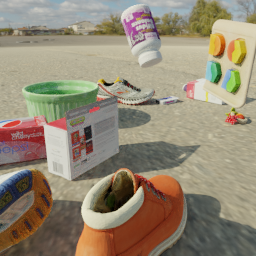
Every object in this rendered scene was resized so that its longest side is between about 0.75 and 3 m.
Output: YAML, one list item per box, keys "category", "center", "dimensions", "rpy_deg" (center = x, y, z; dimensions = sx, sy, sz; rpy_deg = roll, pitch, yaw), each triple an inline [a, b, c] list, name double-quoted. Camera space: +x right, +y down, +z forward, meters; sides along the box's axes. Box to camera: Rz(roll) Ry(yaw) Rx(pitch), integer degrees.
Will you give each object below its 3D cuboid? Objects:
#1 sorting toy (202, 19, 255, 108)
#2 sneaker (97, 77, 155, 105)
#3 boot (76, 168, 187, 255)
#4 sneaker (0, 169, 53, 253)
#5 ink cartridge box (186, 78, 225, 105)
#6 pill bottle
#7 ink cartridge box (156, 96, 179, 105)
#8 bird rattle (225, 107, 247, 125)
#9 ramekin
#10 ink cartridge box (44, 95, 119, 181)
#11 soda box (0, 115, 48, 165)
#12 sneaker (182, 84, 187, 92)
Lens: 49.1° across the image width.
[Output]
- category: "sorting toy"
  center: [2.463, -1.656, 7.024]
  dimensions: [0.348, 1.908, 1.766]
  rpy_deg: [-3, 26, -17]
- category: "sneaker"
  center: [-0.146, -1.551, 11.546]
  dimensions: [2.510, 1.031, 0.977]
  rpy_deg: [3, 20, 6]
- category: "boot"
  center: [0.217, 1.066, 3.932]
  dimensions: [0.957, 1.368, 2.552]
  rpy_deg: [9, 20, 27]
- category: "sneaker"
  center: [-2.344, 1.507, 3.538]
  dimensions: [1.303, 1.113, 2.957]
  rpy_deg: [-9, 12, 32]
- category: "ink cartridge box"
  center: [3.616, -1.601, 12.109]
  dimensions: [1.271, 0.731, 1.751]
  rpy_deg: [-18, 27, -41]
- category: "pill bottle"
  center: [0.222, -1.319, 4.078]
  dimensions: [0.456, 0.812, 0.456]
  rpy_deg: [-18, -5, -2]
- category: "ink cartridge box"
  center: [1.679, -1.158, 11.727]
  dimensions: [0.969, 0.180, 0.459]
  rpy_deg: [-16, 25, -32]
- category: "bird rattle"
  center: [3.614, -0.390, 9.275]
  dimensions: [0.721, 0.498, 0.884]
  rpy_deg: [18, 25, 3]
- category: "ramekin"
  center: [-2.144, -0.788, 9.224]
  dimensions: [2.403, 1.174, 2.403]
  rpy_deg: [0, 20, 0]
- category: "ink cartridge box"
  center: [-0.975, 0.092, 6.335]
  dimensions: [0.718, 1.503, 1.712]
  rpy_deg: [13, 23, 32]
- category: "soda box"
  center: [-3.130, 0.347, 6.529]
  dimensions: [2.531, 0.886, 0.802]
  rpy_deg: [-8, 21, -21]
- category: "sneaker"
  center: [3.235, -1.908, 13.592]
  dimensions: [1.201, 0.455, 0.526]
  rpy_deg: [-16, 41, -29]
